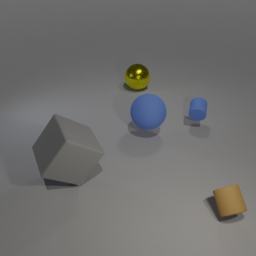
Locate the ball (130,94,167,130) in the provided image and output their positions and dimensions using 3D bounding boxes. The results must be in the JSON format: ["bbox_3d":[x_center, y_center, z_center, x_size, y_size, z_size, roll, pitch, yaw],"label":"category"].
[{"bbox_3d":[0.789,-0.630,10.844,1.400,1.400,1.400,0,31,0],"label":"ball"}]

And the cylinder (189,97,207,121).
[{"bbox_3d":[2.882,-0.771,11.506,0.700,0.700,0.700,8,51,13],"label":"cylinder"}]

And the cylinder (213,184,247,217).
[{"bbox_3d":[2.705,1.929,7.454,0.700,0.700,0.700,-9,71,-14],"label":"cylinder"}]

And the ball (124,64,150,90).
[{"bbox_3d":[0.501,-2.734,15.002,1.400,1.400,1.400,0,31,0],"label":"ball"}]

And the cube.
[{"bbox_3d":[-1.844,0.676,8.544,1.400,1.400,1.400,23,21,-42],"label":"cube"}]
